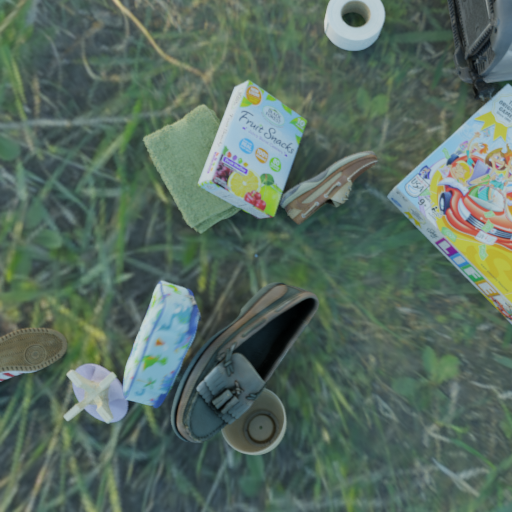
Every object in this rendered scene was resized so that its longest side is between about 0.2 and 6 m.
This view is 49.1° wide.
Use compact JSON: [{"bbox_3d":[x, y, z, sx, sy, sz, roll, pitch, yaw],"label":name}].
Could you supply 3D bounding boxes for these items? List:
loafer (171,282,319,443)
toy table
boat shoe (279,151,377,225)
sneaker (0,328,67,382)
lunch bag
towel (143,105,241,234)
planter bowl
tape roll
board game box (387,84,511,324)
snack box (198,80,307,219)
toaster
[{"bbox_3d":[-0.120,1.540,8.539,1.076,0.942,2.995,53,59,-25],"label":"loafer"},{"bbox_3d":[-2.594,2.249,9.075,1.098,0.643,1.009,36,86,4],"label":"toy table"},{"bbox_3d":[1.318,-1.159,9.692,1.840,0.697,0.661,-30,84,5],"label":"boat shoe"},{"bbox_3d":[-4.231,1.819,9.241,2.066,1.162,0.736,-17,77,-33],"label":"sneaker"},{"bbox_3d":[-1.493,1.327,8.725,0.713,1.391,1.730,20,99,-18],"label":"lunch bag"},{"bbox_3d":[-0.953,-1.492,9.705,1.420,0.349,1.914,-32,98,-10],"label":"towel"},{"bbox_3d":[0.022,2.687,8.923,1.030,0.693,1.030,-7,59,12],"label":"planter bowl"},{"bbox_3d":[1.802,-4.361,10.335,1.074,0.376,1.074,0,81,0],"label":"tape roll"},{"bbox_3d":[4.681,-0.525,9.524,2.745,0.699,4.083,-43,83,-6],"label":"board game box"},{"bbox_3d":[-0.034,-1.760,9.457,1.345,0.501,1.891,27,74,-31],"label":"snack box"},{"bbox_3d":[4.648,-4.430,9.545,2.261,1.989,3.500,-5,79,-3],"label":"toaster"}]
